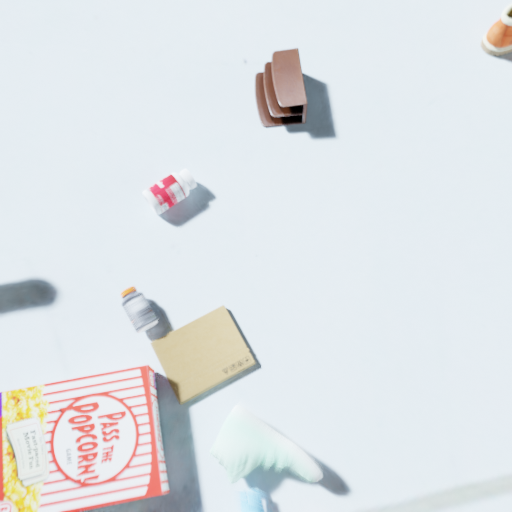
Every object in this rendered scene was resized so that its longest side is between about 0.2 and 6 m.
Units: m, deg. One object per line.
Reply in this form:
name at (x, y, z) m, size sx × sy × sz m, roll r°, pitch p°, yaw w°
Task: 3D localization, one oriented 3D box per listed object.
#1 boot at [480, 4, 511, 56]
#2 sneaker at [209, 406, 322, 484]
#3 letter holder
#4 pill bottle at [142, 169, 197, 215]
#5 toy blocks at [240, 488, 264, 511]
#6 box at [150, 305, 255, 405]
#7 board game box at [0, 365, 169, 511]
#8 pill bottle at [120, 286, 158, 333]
boot at (5.784, -4.971, 11.754) m, size 1.953 × 1.047 × 0.733 m, roll -25°, pitch 70°, yaw -11°
sneaker at (0.112, 3.269, 8.802) m, size 1.739 × 0.640 × 1.025 m, roll 31°, pitch 70°, yaw 15°
letter holder at (0.456, -3.388, 11.335) m, size 0.970 × 0.686 × 1.364 m, roll -6°, pitch 69°, yaw -1°
pill bottle at (-1.623, -1.233, 10.586) m, size 0.947 × 0.532 × 0.532 m, roll -35°, pitch 73°, yaw -12°
toy blocks at (0.460, 4.366, 8.402) m, size 1.472 × 0.641 × 1.766 m, roll -10°, pitch 68°, yaw -4°
box at (-0.926, 1.682, 9.680) m, size 1.459 × 0.155 × 1.193 m, roll -27°, pitch 71°, yaw -9°
board game box at (-2.855, 2.996, 8.926) m, size 2.656 × 0.615 × 2.012 m, roll -11°, pitch 70°, yaw -4°
pill bottle at (-2.066, 0.919, 9.756) m, size 0.409 × 0.409 × 0.771 m, roll -29°, pitch 79°, yaw -10°
